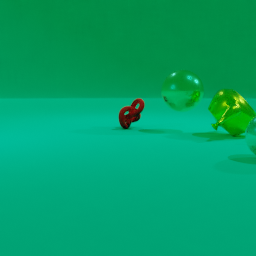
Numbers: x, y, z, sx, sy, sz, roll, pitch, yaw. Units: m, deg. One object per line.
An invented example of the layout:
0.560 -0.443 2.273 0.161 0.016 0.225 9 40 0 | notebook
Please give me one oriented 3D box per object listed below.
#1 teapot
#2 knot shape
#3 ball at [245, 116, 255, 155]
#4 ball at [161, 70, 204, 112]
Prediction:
2.565 -0.332 7.117 1.015 1.289 2.074 -42 -12 14 | teapot
0.043 -0.389 8.703 0.503 1.089 1.019 42 42 10 | knot shape
2.292 0.125 4.481 0.781 0.781 0.781 0 7 0 | ball
1.524 -1.037 7.869 1.179 1.179 1.179 0 7 0 | ball
